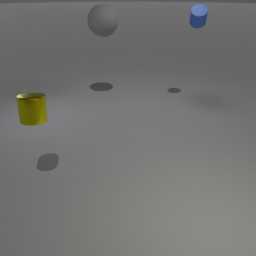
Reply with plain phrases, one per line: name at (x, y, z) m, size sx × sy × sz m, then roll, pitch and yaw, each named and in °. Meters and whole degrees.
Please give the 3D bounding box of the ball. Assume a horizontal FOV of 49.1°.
ball at (-1.138, -4.872, 12.715) m, size 1.400 × 1.400 × 1.400 m, roll 0°, pitch 28°, yaw 0°

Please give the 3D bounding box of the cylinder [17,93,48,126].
cylinder at (-2.440, -0.492, 7.166) m, size 0.700 × 0.700 × 0.700 m, roll 1°, pitch 20°, yaw 0°

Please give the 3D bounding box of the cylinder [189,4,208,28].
cylinder at (3.000, -4.746, 11.913) m, size 0.700 × 0.700 × 0.700 m, roll -3°, pitch 66°, yaw 6°
